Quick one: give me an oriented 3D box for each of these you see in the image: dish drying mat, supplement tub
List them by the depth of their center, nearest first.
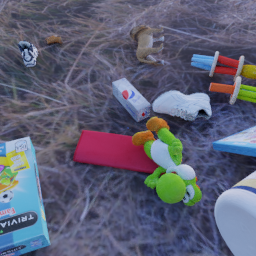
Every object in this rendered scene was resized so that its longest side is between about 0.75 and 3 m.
[{"bbox_3d":[3.638,1.702,6.075,2.945,2.127,2.127,-25,53,-21],"label":"supplement tub"},{"bbox_3d":[-0.035,0.725,8.232,2.971,0.270,1.141,8,50,6],"label":"dish drying mat"}]

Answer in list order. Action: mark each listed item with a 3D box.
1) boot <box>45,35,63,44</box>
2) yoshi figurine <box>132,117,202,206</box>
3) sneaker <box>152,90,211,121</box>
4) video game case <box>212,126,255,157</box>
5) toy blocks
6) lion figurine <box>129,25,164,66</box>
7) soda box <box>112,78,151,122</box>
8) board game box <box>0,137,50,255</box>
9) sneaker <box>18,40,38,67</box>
[{"bbox_3d":[-3.248,-3.826,12.309,0.605,0.288,0.782,-26,41,-22],"label":"boot"},{"bbox_3d":[0.946,0.943,7.268,1.347,1.352,2.406,-28,65,-6],"label":"yoshi figurine"},{"bbox_3d":[1.795,-0.679,9.072,2.039,0.759,0.888,-3,51,-9],"label":"sneaker"},{"bbox_3d":[4.153,0.110,7.789,2.926,0.260,2.094,-19,7,-16],"label":"video game case"},{"bbox_3d":[3.511,-1.817,10.028,2.715,0.986,2.263,15,50,14],"label":"toy blocks"},{"bbox_3d":[0.734,-3.420,11.564,1.485,0.879,2.425,-2,52,10],"label":"lion figurine"},{"bbox_3d":[0.089,-0.991,9.557,0.530,0.571,1.671,-24,53,-20],"label":"soda box"},{"bbox_3d":[-3.358,1.757,7.000,2.247,0.699,2.977,-15,50,-13],"label":"board game box"},{"bbox_3d":[-4.056,-3.253,11.342,0.574,0.936,1.438,-4,48,-4],"label":"sneaker"}]
